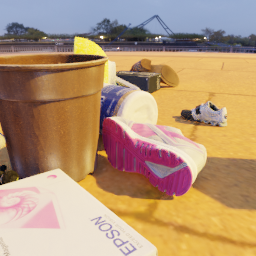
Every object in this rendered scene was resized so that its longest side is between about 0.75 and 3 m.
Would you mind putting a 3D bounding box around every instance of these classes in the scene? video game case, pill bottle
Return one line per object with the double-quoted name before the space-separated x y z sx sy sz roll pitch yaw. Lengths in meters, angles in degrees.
"video game case" 0.135 -1.661 12.017 1.448 0.169 1.316 31 -2 32
"pill bottle" -0.658 -0.576 8.914 2.946 1.635 1.635 18 26 41

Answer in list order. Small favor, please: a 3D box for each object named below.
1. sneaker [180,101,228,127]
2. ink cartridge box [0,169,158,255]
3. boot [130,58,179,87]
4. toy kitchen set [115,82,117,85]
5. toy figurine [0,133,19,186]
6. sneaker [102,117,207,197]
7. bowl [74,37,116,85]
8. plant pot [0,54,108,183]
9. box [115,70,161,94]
"sneaker" 2.816 -0.637 10.400 1.846 0.817 0.684 14 25 38
"ink cartridge box" -1.659 1.702 3.880 2.997 0.649 2.943 -13 23 -37
"boot" 1.482 -3.107 17.381 2.942 1.128 2.284 17 -16 -19
"toy kitchen set" -0.962 -1.818 14.282 1.014 1.379 1.721 8 57 23
"toy figurine" -2.937 0.793 5.426 0.919 1.321 1.301 -4 13 33
"sneaker" 0.552 0.497 6.704 1.322 1.219 2.997 -16 33 -42
"bowl" -1.348 -2.120 11.432 1.609 2.991 2.991 1 19 -7
"plant pot" -1.770 -0.272 6.470 2.692 2.665 2.692 0 20 0
"box" 0.315 -2.598 15.732 2.586 1.020 1.825 10 18 25
